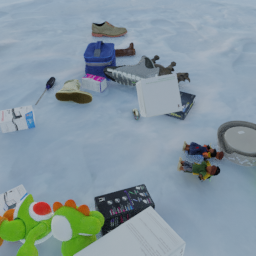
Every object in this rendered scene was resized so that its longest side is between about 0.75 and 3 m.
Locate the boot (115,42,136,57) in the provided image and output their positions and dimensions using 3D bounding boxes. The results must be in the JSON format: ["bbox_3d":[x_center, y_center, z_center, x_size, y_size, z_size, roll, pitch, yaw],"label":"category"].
[{"bbox_3d":[-0.379,-4.948,17.694,1.569,0.504,1.462,-8,37,-3],"label":"boot"}]

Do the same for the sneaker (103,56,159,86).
[{"bbox_3d":[0.271,-3.036,14.356,2.819,1.058,1.628,16,74,7],"label":"sneaker"}]

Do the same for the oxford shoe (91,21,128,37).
[{"bbox_3d":[-1.321,-7.050,19.880,2.591,0.969,0.913,-4,39,-5],"label":"oxford shoe"}]

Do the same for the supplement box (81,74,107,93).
[{"bbox_3d":[-1.719,-2.278,14.218,1.140,0.589,0.577,15,42,20],"label":"supplement box"}]

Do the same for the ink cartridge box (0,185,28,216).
[{"bbox_3d":[-3.554,2.383,8.428,1.193,0.512,0.874,-24,45,-29],"label":"ink cartridge box"}]

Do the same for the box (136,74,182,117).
[{"bbox_3d":[0.880,-0.927,8.197,1.086,1.091,0.935,-11,6,-6],"label":"box"}]

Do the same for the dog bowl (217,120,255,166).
[{"bbox_3d":[4.388,0.582,10.593,2.124,0.623,2.124,0,38,0],"label":"dog bowl"}]

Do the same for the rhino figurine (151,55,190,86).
[{"bbox_3d":[1.987,-2.854,14.663,2.924,0.874,1.278,29,67,30],"label":"rhino figurine"}]

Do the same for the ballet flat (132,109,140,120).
[{"bbox_3d":[0.368,-0.691,12.460,0.305,0.305,0.847,-6,39,-7],"label":"ballet flat"}]

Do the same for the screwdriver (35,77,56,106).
[{"bbox_3d":[-4.087,-1.783,13.851,0.366,0.382,2.627,3,42,5],"label":"screwdriver"}]

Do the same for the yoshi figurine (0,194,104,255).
[{"bbox_3d":[-2.006,2.794,7.136,2.942,1.648,1.654,-5,45,14],"label":"yoshi figurine"}]

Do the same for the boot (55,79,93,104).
[{"bbox_3d":[-2.448,-1.811,13.592,1.798,0.648,1.391,5,38,9],"label":"boot"}]

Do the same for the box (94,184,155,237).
[{"bbox_3d":[-0.110,2.378,8.061,1.568,0.958,0.831,-11,39,-15],"label":"box"}]

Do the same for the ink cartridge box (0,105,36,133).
[{"bbox_3d":[-4.674,-0.386,11.850,1.337,0.563,0.966,-12,40,-15],"label":"ink cartridge box"}]

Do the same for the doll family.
[{"bbox_3d":[2.589,1.088,9.727,1.441,0.978,2.493,7,36,17],"label":"doll family"}]

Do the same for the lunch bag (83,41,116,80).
[{"bbox_3d":[-1.495,-3.855,15.400,1.596,1.554,2.349,2,39,2],"label":"lunch bag"}]

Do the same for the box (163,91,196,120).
[{"bbox_3d":[2.230,-1.123,12.880,1.326,0.429,1.681,18,42,22],"label":"box"}]

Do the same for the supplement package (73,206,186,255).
[{"bbox_3d":[0.055,3.234,6.680,2.282,1.338,1.334,-24,44,-27],"label":"supplement package"}]
